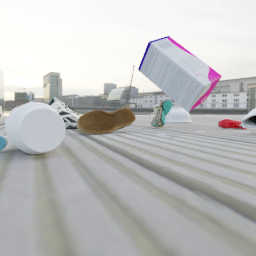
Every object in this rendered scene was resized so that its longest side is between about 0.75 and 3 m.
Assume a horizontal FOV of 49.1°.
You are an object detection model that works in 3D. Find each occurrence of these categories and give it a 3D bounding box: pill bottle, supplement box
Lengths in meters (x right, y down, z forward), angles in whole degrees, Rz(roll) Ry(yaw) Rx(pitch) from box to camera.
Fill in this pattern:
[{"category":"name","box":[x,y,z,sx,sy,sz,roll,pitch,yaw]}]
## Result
[{"category":"pill bottle","box":[-1.443,-0.006,4.345,0.783,0.783,1.369,-2,4,-27]},{"category":"supplement box","box":[1.878,-2.065,10.444,2.653,1.371,1.342,43,47,20]}]

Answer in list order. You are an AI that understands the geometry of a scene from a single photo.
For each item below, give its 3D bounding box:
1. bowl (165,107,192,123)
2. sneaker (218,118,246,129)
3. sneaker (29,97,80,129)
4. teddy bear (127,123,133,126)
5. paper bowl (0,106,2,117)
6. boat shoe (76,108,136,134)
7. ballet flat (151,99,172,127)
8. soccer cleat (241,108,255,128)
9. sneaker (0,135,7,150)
[{"category":"bowl","box":[2.740,-0.790,16.536,2.069,0.930,2.069,-1,4,0]},{"category":"sneaker","box":[3.885,-0.156,10.222,1.054,0.413,0.609,-2,2,-13]},{"category":"sneaker","box":[-2.416,-0.539,10.360,0.995,1.189,2.687,1,2,44]},{"category":"teddy bear","box":[-0.431,-0.301,12.440,1.299,0.434,0.942,3,2,40]},{"category":"paper bowl","box":[-7.586,-0.761,14.958,1.543,0.803,1.543,-5,-14,-1]},{"category":"boat shoe","box":[-0.704,-0.114,8.406,2.023,0.730,0.728,-16,-17,-41]},{"category":"ballet flat","box":[1.303,-0.640,11.528,0.696,0.627,1.849,-6,31,25]},{"category":"soccer cleat","box":[4.088,-0.126,7.444,0.970,0.781,2.276,-24,19,-20]},{"category":"sneaker","box":[-2.376,0.207,4.479,0.890,0.354,0.581,0,5,-15]}]
